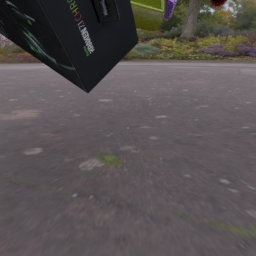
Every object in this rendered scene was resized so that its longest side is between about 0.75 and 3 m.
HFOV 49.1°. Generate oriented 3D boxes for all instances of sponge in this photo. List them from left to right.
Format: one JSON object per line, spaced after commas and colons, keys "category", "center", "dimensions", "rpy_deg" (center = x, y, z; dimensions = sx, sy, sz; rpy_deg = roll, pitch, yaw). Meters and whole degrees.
{"category": "sponge", "center": [0.865, -4.159, 8.972], "dimensions": [1.435, 0.214, 0.800], "rpy_deg": [37, -14, 7]}

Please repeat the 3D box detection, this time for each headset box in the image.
{"category": "headset box", "center": [-1.391, -2.260, 4.190], "dimensions": [2.997, 2.610, 1.390], "rpy_deg": [35, 74, 26]}

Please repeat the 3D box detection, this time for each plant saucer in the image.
{"category": "plant saucer", "center": [0.219, -3.496, 6.396], "dimensions": [0.535, 2.231, 2.234], "rpy_deg": [8, 15, 39]}

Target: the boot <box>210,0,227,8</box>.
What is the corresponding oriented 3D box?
{"category": "boot", "center": [2.241, -3.579, 6.164], "dimensions": [0.551, 1.527, 1.153], "rpy_deg": [16, 61, 3]}
